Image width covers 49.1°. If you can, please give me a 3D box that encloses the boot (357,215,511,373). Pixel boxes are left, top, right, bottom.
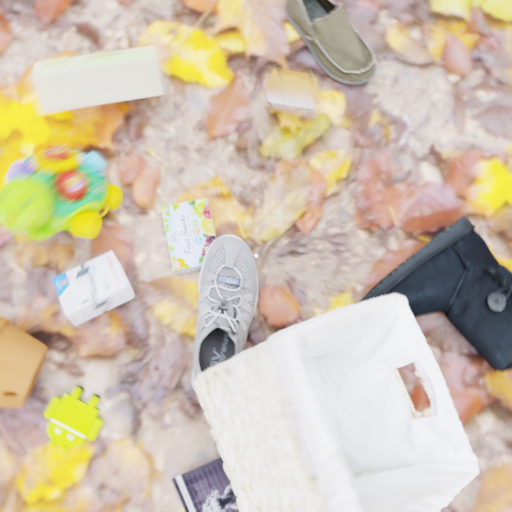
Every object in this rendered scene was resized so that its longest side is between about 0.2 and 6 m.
[{"bbox_3d":[3.657,1.096,10.286,3.202,1.223,2.690,-35,75,-14],"label":"boot"}]

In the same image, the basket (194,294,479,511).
[{"bbox_3d":[1.179,2.588,8.645,3.128,2.516,3.100,-9,72,-46],"label":"basket"}]

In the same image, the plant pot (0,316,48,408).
[{"bbox_3d":[-4.509,1.977,9.993,1.169,1.669,1.669,22,78,-12],"label":"plant pot"}]

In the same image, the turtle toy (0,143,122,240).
[{"bbox_3d":[-3.738,-1.183,10.248,1.983,1.376,2.721,11,36,5],"label":"turtle toy"}]

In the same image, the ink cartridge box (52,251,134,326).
[{"bbox_3d":[-3.079,0.611,10.624,1.242,0.533,0.909,-27,61,-10],"label":"ink cartridge box"}]

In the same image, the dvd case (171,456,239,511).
[{"bbox_3d":[-0.344,4.229,9.789,2.034,0.162,1.512,-29,78,14],"label":"dvd case"}]

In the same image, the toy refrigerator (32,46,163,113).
[{"bbox_3d":[-3.109,-3.544,11.095,2.359,0.825,0.896,-11,38,-8],"label":"toy refrigerator"}]

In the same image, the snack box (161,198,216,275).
[{"bbox_3d":[-1.285,-0.390,11.090,0.952,0.355,1.339,-13,77,-3],"label":"snack box"}]

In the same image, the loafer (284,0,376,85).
[{"bbox_3d":[1.531,-4.703,11.790,0.986,0.914,2.623,-40,80,-8],"label":"loafer"}]

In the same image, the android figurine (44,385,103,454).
[{"bbox_3d":[-3.392,3.046,10.370,1.070,0.241,1.175,27,77,6],"label":"android figurine"}]

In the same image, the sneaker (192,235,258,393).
[{"bbox_3d":[-0.517,1.115,10.181,1.155,1.267,3.090,5,82,-6],"label":"sneaker"}]

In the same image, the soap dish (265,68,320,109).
[{"bbox_3d":[0.726,-3.340,11.111,1.073,1.364,0.554,9,114,-3],"label":"soap dish"}]
